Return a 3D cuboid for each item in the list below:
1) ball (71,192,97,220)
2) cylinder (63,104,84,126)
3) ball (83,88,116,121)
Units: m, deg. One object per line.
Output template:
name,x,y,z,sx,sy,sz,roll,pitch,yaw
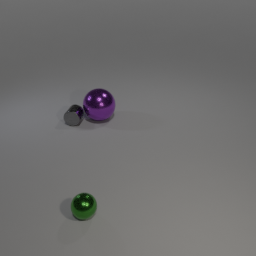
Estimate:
ball,-1.177,2.081,7.483,0.700,0.700,0.700,0,30,0
cylinder,-2.298,-0.546,11.920,0.700,0.700,0.700,5,31,8
ball,-1.234,-1.000,12.026,1.400,1.400,1.400,0,30,0
